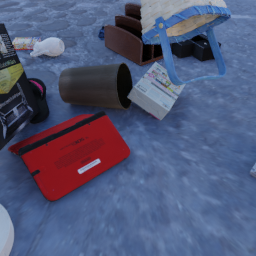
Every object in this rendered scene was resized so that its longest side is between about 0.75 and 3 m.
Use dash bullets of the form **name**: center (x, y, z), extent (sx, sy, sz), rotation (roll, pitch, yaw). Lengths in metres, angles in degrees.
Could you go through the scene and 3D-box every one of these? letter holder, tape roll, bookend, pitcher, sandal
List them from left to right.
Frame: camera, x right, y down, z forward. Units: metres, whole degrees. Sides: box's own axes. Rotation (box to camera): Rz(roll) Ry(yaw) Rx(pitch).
- **tape roll**: center (-2.821, 1.929, 4.652), extent (1.750, 0.320, 1.750), rotation (0, 38, 0)
- **sandal**: center (-2.757, -0.963, 8.049), extent (0.824, 0.494, 2.194), rotation (-30, 45, -5)
- **pitcher**: center (-3.096, -3.017, 10.725), extent (1.134, 0.687, 0.973), rotation (0, 45, 16)
- **letter holder**: center (0.207, -3.682, 10.695), extent (1.184, 1.674, 2.355), rotation (-26, 45, -29)
- **bookend**: center (2.502, -3.056, 10.731), extent (1.411, 0.650, 1.402), rotation (-16, 41, -18)

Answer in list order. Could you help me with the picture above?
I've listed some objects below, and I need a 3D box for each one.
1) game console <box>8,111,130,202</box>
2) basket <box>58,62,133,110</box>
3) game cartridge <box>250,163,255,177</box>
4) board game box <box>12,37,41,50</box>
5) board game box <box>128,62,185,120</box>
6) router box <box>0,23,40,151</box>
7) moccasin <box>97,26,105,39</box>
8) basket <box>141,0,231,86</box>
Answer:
- **game console**: center (-1.379, 0.534, 6.515), extent (2.152, 1.277, 1.854), rotation (-28, 77, -30)
- **basket**: center (-0.917, -1.167, 7.834), extent (1.782, 1.607, 1.212), rotation (3, 79, 15)
- **game cartridge**: center (3.172, 0.989, 5.974), extent (0.936, 0.189, 0.624), rotation (28, 49, 30)
- **board game box**: center (-4.234, -3.529, 11.658), extent (1.047, 0.242, 0.793), rotation (-1, 38, -2)
- **board game box**: center (0.854, -1.082, 7.980), extent (1.143, 0.498, 1.550), rotation (36, 48, 1)
- **router box**: center (-2.986, -0.917, 5.822), extent (0.771, 2.321, 2.953), rotation (-15, 19, 5)
- **moccasin**: center (-1.172, -4.279, 12.526), extent (0.415, 0.352, 1.033), rotation (-3, 38, -4)
- **basket**: center (1.432, -2.293, 6.579), extent (2.196, 2.491, 1.732), rotation (-15, -4, -44)
